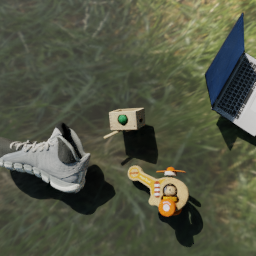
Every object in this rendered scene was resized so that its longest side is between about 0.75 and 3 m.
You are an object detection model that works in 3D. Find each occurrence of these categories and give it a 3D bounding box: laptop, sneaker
[{"bbox_3d":[3.375,-1.419,7.852,2.409,1.396,2.255,33,76,0],"label":"laptop"},{"bbox_3d":[-2.313,0.435,7.508,2.928,1.099,1.691,23,113,-1],"label":"sneaker"}]

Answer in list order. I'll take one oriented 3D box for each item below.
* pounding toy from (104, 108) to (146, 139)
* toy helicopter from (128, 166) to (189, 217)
[{"bbox_3d":[-0.098,-0.139,7.896,0.926,1.006,0.715,-2,99,22],"label":"pounding toy"},{"bbox_3d":[0.805,1.473,7.588,1.847,0.728,1.221,26,90,30],"label":"toy helicopter"}]
